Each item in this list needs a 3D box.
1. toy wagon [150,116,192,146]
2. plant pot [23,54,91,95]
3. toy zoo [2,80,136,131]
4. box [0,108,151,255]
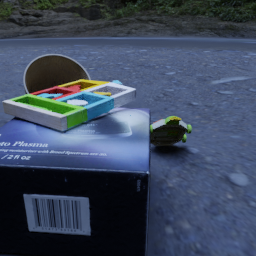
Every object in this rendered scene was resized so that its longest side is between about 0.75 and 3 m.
[{"bbox_3d":[1.030,0.056,7.044,1.084,1.397,0.276,-1,58,-7],"label":"toy wagon"},{"bbox_3d":[-2.236,-0.877,8.351,1.829,1.829,1.953,-13,-15,-30],"label":"plant pot"},{"bbox_3d":[-0.936,-0.596,5.533,1.572,0.245,2.396,14,27,32],"label":"toy zoo"},{"bbox_3d":[-0.924,0.683,4.952,2.616,1.612,2.595,2,22,3],"label":"box"}]
